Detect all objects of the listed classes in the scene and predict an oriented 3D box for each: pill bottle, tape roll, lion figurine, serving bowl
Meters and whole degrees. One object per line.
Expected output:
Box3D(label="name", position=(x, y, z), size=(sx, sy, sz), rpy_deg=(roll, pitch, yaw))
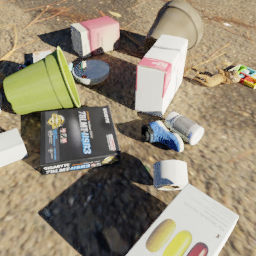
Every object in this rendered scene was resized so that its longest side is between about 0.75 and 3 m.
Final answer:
Box3D(label="pill bottle", position=(1.933, -0.017, 9.750), size=(0.711, 0.711, 1.249), rpy_deg=(-31, 52, -29))
Box3D(label="tape roll", position=(1.156, 1.309, 7.671), size=(0.937, 0.937, 0.643), rpy_deg=(1, 68, 1))
Box3D(label="lion figurine", position=(3.843, -2.140, 12.235), size=(1.885, 0.683, 1.154), rpy_deg=(-23, 53, -5))
Box3D(label="serving bowl", position=(-1.610, -2.393, 12.464), size=(1.627, 0.535, 1.627), rpy_deg=(-2, 44, 2))

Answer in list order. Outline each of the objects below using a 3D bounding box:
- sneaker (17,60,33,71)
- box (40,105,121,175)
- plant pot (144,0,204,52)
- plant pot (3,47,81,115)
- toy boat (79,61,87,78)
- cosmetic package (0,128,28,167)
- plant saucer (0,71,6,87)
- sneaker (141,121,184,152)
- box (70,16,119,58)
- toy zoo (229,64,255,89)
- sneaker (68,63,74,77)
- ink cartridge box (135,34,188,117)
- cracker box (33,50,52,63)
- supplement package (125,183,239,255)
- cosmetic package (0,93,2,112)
Box3D(label="sneaker", position=(-4.538, -2.189, 11.913), size=(0.825, 0.994, 2.080), rpy_deg=(3, 43, 4))
Box3D(label="box", position=(-1.647, 0.296, 9.459), size=(2.471, 0.618, 2.489), rpy_deg=(-8, 45, -8))
Box3D(label="plant pot", position=(1.999, -4.433, 13.565), size=(2.547, 2.547, 2.210), rpy_deg=(29, 66, 28))
Box3D(label="plant pot", position=(-3.266, -1.544, 10.533), size=(2.286, 2.408, 2.408), rpy_deg=(-18, 44, -1))
Box3D(label="toy boat", position=(-2.016, -2.558, 12.326), size=(0.353, 0.759, 0.638), rpy_deg=(-4, 16, -10))
Box3D(label="cosmetic package", position=(-4.173, 0.743, 8.969), size=(1.625, 0.659, 0.917), rpy_deg=(-20, 46, -22))
Box3D(label="plant saucer", position=(-6.120, -1.986, 12.221), size=(1.590, 0.282, 1.590), rpy_deg=(0, 42, 0))
Box3D(label="sneaker", position=(1.054, 0.354, 9.373), size=(0.924, 0.638, 1.661), rpy_deg=(-15, 40, -24))
Box3D(label="box", position=(-1.648, -4.661, 14.314), size=(2.191, 1.401, 1.194), rpy_deg=(-25, 48, -25))
Box3D(label="toy zoo", position=(5.477, -2.296, 12.635), size=(1.156, 0.180, 1.761), rpy_deg=(-29, 50, -28))
Box3D(label="sneaker", position=(-3.034, -2.402, 12.427), size=(1.119, 0.622, 1.600), rpy_deg=(2, 42, 1))
Box3D(label="ink cartridge box", position=(1.340, -2.134, 11.043), size=(1.170, 2.071, 2.827), rpy_deg=(17, 45, 18))
Box3D(label="cracker box", position=(-4.081, -3.273, 13.546), size=(0.921, 0.397, 1.375), rpy_deg=(-11, 43, -12))
Box3D(label="supplement package", position=(1.142, 2.732, 6.241), size=(1.403, 1.351, 2.466), rpy_deg=(31, 51, 28))
Box3D(label="cosmetic package", position=(-5.293, -0.996, 11.153), size=(0.436, 0.267, 1.056), rpy_deg=(-11, 43, -13))
